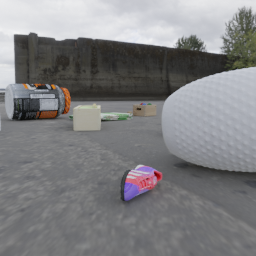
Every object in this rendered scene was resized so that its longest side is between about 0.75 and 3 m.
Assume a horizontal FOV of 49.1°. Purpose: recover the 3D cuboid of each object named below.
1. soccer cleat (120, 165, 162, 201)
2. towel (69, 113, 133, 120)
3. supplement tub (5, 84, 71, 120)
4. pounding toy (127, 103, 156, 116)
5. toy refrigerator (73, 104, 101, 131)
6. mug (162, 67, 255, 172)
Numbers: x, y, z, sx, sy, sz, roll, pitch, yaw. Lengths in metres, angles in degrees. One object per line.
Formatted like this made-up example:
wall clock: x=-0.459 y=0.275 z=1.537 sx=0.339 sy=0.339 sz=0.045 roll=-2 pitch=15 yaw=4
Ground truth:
soccer cleat: x=0.182 y=0.709 z=3.704 sx=0.370 sy=0.345 sz=1.011 roll=6 pitch=6 yaw=18
towel: x=-1.367 y=-0.561 z=14.378 sx=2.678 sy=0.313 sz=2.042 roll=-7 pitch=9 yaw=-38
supplement tub: x=-4.660 y=-1.371 z=14.584 sx=2.992 sy=1.833 sz=1.833 roll=-5 pitch=9 yaw=-36
pounding toy: x=0.628 y=-1.126 z=17.007 sx=1.673 sy=0.765 sz=1.470 roll=-6 pitch=9 yaw=-43
toy refrigerator: x=-1.583 y=-0.491 z=11.190 sx=0.975 sy=0.899 sz=2.568 roll=-1 pitch=6 yaw=-5
mug: x=1.829 y=-0.024 z=5.032 sx=2.021 sy=1.702 sz=2.306 roll=-4 pitch=-18 yaw=27
